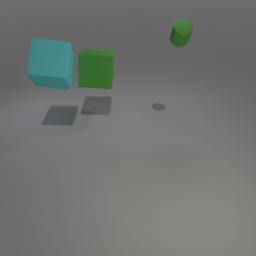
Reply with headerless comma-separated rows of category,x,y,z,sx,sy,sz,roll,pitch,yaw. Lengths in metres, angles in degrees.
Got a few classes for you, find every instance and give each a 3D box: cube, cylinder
cube,-2.872,-2.375,10.609,1.400,1.400,1.400,5,-10,-5
cube,-1.331,-2.559,12.048,1.400,1.400,1.400,4,22,-2
cylinder,1.948,-3.472,10.299,0.700,0.700,0.700,2,66,-4
